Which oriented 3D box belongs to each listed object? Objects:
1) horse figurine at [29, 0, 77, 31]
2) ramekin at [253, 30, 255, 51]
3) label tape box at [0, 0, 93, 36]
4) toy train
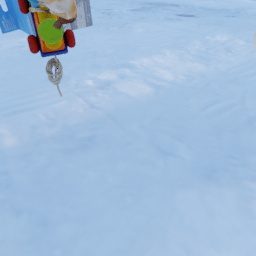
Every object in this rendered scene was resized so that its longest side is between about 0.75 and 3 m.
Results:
[{"bbox_3d":[-1.237,-1.982,4.366,1.042,0.393,1.573,14,0,18],"label":"horse figurine"},{"bbox_3d":[4.393,-2.408,7.899,1.586,1.586,0.739,5,52,8],"label":"ramekin"},{"bbox_3d":[-2.612,-3.870,8.398,2.842,2.036,0.940,-20,50,-16],"label":"label tape box"},{"bbox_3d":[-1.874,-2.183,6.939,1.231,2.908,1.683,-13,12,-13],"label":"toy train"}]
